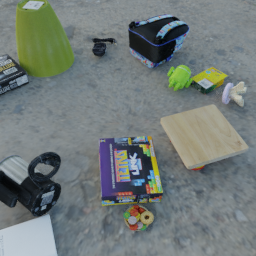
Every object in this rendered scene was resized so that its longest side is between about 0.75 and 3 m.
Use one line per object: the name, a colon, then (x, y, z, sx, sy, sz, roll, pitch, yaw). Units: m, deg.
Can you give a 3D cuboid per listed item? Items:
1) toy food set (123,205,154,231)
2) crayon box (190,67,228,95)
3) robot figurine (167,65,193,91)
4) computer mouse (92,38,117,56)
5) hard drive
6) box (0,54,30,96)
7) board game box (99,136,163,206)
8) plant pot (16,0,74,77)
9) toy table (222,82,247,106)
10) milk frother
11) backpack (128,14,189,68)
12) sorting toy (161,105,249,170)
toy food set: (0.281, 2.620, 8.173, 0.791, 0.194, 0.799, -35, 57, -27)
crayon box: (3.554, -2.102, 12.318, 1.454, 0.369, 0.923, -29, 54, -23)
robot figurine: (2.234, -2.185, 12.048, 1.076, 0.709, 1.226, 32, 71, 5)
computer mouse: (-1.158, -4.020, 14.074, 1.274, 0.418, 1.815, -4, 40, -4)
hard drive: (-2.969, 3.229, 7.588, 1.880, 0.238, 1.240, -15, 50, -13)
box: (-5.888, -2.141, 12.175, 2.494, 0.621, 1.967, -32, 55, -25)
board game box: (0.013, 1.302, 9.033, 1.843, 0.632, 2.229, -2, 48, -7)
plant pot: (-3.913, -4.206, 12.592, 2.614, 2.794, 2.614, 0, 48, 0)
toy table: (4.320, -1.368, 11.318, 0.676, 1.062, 1.155, 10, 50, 32)
milk frother: (-2.901, 1.283, 8.141, 1.777, 1.705, 1.889, 28, 85, 22)
backpack: (1.543, -4.297, 13.397, 2.534, 1.705, 2.314, -32, 55, -25)
sorting toy: (2.540, 0.393, 9.796, 2.193, 0.768, 2.207, -15, 50, -12)
